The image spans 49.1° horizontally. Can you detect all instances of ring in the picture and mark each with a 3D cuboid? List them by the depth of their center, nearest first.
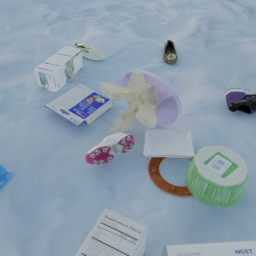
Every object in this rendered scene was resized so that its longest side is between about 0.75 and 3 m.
[{"bbox_3d":[1.669,1.314,9.014,2.051,0.197,2.051,0,41,0],"label":"ring"}]

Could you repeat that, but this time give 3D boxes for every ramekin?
[{"bbox_3d":[2.666,1.363,8.365,1.778,0.868,1.778,1,43,-1],"label":"ramekin"}]

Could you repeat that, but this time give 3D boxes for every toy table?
[{"bbox_3d":[0.409,-0.991,10.152,2.763,2.540,1.618,28,33,31],"label":"toy table"}]

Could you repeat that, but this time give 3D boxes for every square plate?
[{"bbox_3d":[1.391,0.550,9.659,1.654,0.235,1.639,1,29,6],"label":"square plate"}]

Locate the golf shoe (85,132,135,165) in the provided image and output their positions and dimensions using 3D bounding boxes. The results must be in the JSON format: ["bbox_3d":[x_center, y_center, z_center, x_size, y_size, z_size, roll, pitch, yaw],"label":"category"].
[{"bbox_3d":[-0.691,0.669,9.515,1.845,0.695,0.844,-22,29,-26],"label":"golf shoe"}]

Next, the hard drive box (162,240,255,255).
[{"bbox_3d":[1.917,3.782,5.468,2.170,1.069,2.785,-2,41,-2],"label":"hard drive box"}]

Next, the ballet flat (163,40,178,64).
[{"bbox_3d":[2.278,-4.148,15.068,0.773,0.532,2.295,4,41,4],"label":"ballet flat"}]

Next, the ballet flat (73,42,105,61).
[{"bbox_3d":[-2.162,-4.115,14.953,2.006,0.720,0.720,21,45,22],"label":"ballet flat"}]

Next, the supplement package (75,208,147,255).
[{"bbox_3d":[-0.486,3.067,6.233,1.160,1.156,1.978,18,44,20],"label":"supplement package"}]

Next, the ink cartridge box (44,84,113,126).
[{"bbox_3d":[-1.989,-0.883,11.368,1.969,0.468,1.992,29,53,29],"label":"ink cartridge box"}]

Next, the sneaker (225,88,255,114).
[{"bbox_3d":[5.144,-0.961,11.351,2.300,0.871,1.007,1,58,4],"label":"sneaker"}]

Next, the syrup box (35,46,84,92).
[{"bbox_3d":[-3.158,-2.824,13.174,1.027,0.993,2.522,16,44,18],"label":"syrup box"}]

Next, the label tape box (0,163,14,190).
[{"bbox_3d":[-4.428,1.454,8.653,1.374,0.454,0.984,12,42,16],"label":"label tape box"}]
